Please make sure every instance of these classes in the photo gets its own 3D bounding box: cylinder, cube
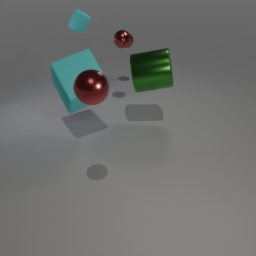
[{"bbox_3d":[0.872,-2.092,10.226,1.400,1.400,1.400,-8,30,9],"label":"cylinder"},{"bbox_3d":[-1.982,-4.357,11.467,0.700,0.700,0.700,26,24,-13],"label":"cylinder"},{"bbox_3d":[-1.672,-1.555,9.555,1.400,1.400,1.400,-27,82,-18],"label":"cube"}]

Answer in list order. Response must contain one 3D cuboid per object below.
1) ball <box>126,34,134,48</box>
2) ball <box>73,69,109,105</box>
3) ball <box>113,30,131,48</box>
[{"bbox_3d":[-0.078,-4.251,13.601,0.700,0.700,0.700,0,31,0],"label":"ball"},{"bbox_3d":[-0.714,-0.791,5.471,0.700,0.700,0.700,0,31,0],"label":"ball"},{"bbox_3d":[-0.227,-3.518,11.096,0.700,0.700,0.700,0,31,0],"label":"ball"}]
